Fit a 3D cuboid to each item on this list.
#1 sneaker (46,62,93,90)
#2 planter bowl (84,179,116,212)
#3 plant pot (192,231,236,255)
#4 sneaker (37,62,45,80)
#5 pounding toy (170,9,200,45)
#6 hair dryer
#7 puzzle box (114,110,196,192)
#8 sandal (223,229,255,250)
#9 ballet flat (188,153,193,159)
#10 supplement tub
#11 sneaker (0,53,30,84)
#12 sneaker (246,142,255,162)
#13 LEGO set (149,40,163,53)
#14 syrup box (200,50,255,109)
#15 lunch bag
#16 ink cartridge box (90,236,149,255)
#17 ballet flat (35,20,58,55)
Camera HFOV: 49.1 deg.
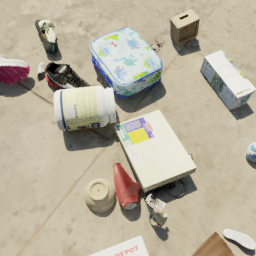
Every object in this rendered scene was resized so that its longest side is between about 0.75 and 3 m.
[{"bbox_3d":[-2.319,-1.889,11.109,2.405,1.175,0.850,29,63,13],"label":"sneaker"},{"bbox_3d":[-0.940,2.127,9.172,1.089,0.733,1.089,0,62,0],"label":"planter bowl"},{"bbox_3d":[2.223,4.139,7.707,1.847,1.726,1.726,-34,66,-1],"label":"plant pot"},{"bbox_3d":[-3.702,-2.396,11.926,0.291,0.293,0.809,14,71,-25],"label":"sneaker"},{"bbox_3d":[2.599,-4.611,12.630,1.378,1.268,0.980,-26,65,-4],"label":"pounding toy"},{"bbox_3d":[0.474,2.020,9.418,2.553,0.694,1.945,31,45,13],"label":"hair dryer"},{"bbox_3d":[0.862,0.678,9.850,1.898,0.363,2.852,-19,52,-10],"label":"puzzle box"},{"bbox_3d":[3.473,3.467,8.741,0.993,0.244,0.404,23,48,26],"label":"sandal"},{"bbox_3d":[1.993,1.201,9.921,0.316,0.292,0.895,36,68,18],"label":"ballet flat"},{"bbox_3d":[-1.540,-0.729,10.274,2.095,1.519,1.519,-6,62,-4],"label":"supplement tub"},{"bbox_3d":[-5.476,-2.680,11.513,2.950,1.200,1.301,3,64,1],"label":"sneaker"},{"bbox_3d":[5.319,0.745,9.893,2.220,0.805,0.798,-7,61,-6],"label":"sneaker"},{"bbox_3d":[1.124,-3.531,12.557,1.032,0.292,0.670,-24,65,-27],"label":"LEGO set"},{"bbox_3d":[3.958,-1.954,11.287,0.921,0.891,2.262,-24,64,-12],"label":"syrup box"},{"bbox_3d":[-0.141,-2.711,11.538,2.290,1.175,2.849,-29,66,-16],"label":"lunch bag"},{"bbox_3d":[-0.043,4.563,7.637,1.879,1.091,2.604,-18,63,-10],"label":"ink cartridge box"},{"bbox_3d":[-3.576,-4.301,12.603,0.777,0.782,2.286,-7,59,-37],"label":"ballet flat"}]
